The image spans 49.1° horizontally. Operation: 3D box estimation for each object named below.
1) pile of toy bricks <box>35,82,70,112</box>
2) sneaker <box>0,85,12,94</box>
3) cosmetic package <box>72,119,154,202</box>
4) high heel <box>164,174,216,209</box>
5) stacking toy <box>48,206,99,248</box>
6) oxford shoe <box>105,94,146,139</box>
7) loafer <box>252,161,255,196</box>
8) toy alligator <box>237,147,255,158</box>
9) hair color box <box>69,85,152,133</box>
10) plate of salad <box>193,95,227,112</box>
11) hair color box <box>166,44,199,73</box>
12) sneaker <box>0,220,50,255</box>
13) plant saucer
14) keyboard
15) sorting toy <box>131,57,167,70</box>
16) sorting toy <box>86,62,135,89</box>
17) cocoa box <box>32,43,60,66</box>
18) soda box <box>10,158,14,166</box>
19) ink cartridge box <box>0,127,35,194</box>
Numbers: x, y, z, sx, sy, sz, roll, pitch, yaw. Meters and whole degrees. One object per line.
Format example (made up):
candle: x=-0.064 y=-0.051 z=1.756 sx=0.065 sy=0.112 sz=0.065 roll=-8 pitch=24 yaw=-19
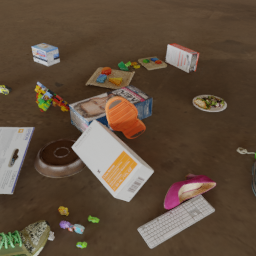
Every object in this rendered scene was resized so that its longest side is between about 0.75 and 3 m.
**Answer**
pile of toy bricks: x=-3.356 y=-1.098 z=11.595 sx=1.846 sy=1.024 sz=0.911 roll=33 pitch=85 yaw=24
sneaker: x=-5.796 y=-1.820 z=12.968 sx=0.953 sy=0.355 sz=0.403 roll=24 pitch=35 yaw=17
cosmetic package: x=-0.489 y=0.882 z=8.038 sx=1.153 sy=0.810 sz=2.273 roll=-51 pitch=53 yaw=2
high heel: x=1.683 y=1.762 z=7.587 sx=0.812 sy=0.570 sz=1.693 roll=10 pitch=21 yaw=39
stacking toy: x=-1.379 y=2.434 z=6.930 sx=1.115 sy=0.262 sz=0.840 roll=10 pitch=37 yaw=13
oxford shoe: x=-0.227 y=-0.485 z=9.062 sx=0.970 sy=2.721 sz=0.992 roll=-31 pitch=65 yaw=1
loafer: x=3.926 y=1.444 z=8.088 sx=0.613 sy=0.537 sz=1.707 roll=7 pitch=36 yaw=10
toy alligator: x=4.544 y=0.869 z=8.886 sx=2.070 sy=0.562 sz=0.614 roll=22 pitch=41 yaw=29
hair color box: x=-0.611 y=-0.685 z=10.827 sx=2.904 sy=0.879 sz=1.452 roll=-24 pitch=41 yaw=-30
plate of salad: x=3.479 y=-1.124 z=11.924 sx=1.421 sy=0.341 sz=1.421 roll=0 pitch=34 yaw=0
hair color box: x=2.895 y=-3.804 z=15.126 sx=0.588 sy=1.020 sz=1.838 roll=-17 pitch=39 yaw=-30
sneaker: x=-2.685 y=2.588 z=6.070 sx=2.076 sy=0.920 sz=0.798 roll=-27 pitch=44 yaw=-28
plant saucer: x=-2.145 y=0.876 z=9.136 sx=1.828 sy=0.293 sz=1.828 roll=0 pitch=34 yaw=0
keyboard: x=1.276 y=2.345 z=7.183 sx=2.106 sy=0.112 sz=0.593 roll=-20 pitch=40 yaw=-25
sorting toy: x=1.094 y=-3.587 z=15.476 sx=1.777 sy=0.238 sz=1.324 roll=-13 pitch=38 yaw=-17
sorting toy: x=-0.747 y=-2.802 z=14.241 sx=2.084 sy=0.415 sz=2.819 roll=7 pitch=36 yaw=10
cocoa box: x=-4.630 y=-4.156 z=15.777 sx=1.316 sy=0.863 sz=0.877 roll=25 pitch=42 yaw=31
soda box: x=-4.095 y=1.093 z=8.771 sx=1.042 sy=0.331 sz=0.356 roll=9 pitch=36 yaw=12
ink cartridge box: x=-4.140 y=0.982 z=8.279 sx=2.390 sy=0.517 sz=2.346 roll=1 pitch=50 yaw=3
